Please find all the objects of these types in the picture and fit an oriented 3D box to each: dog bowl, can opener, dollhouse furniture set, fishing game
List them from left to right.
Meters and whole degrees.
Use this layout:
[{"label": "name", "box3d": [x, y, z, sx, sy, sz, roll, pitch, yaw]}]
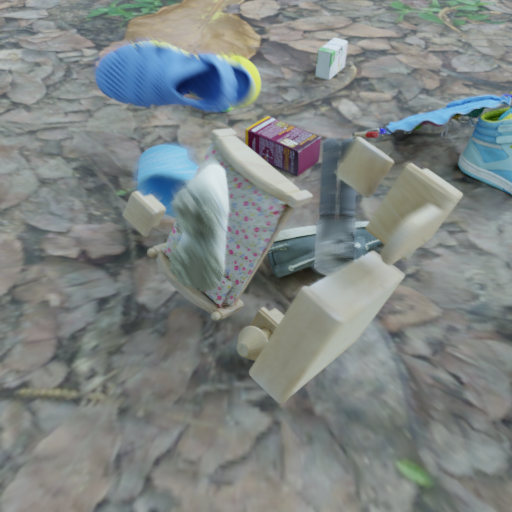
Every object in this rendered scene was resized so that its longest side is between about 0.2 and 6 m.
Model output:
[{"label": "dog bowl", "box3d": [-0.896, -0.988, 8.813, 2.075, 1.157, 0.514, 18, 53, -7]}, {"label": "dollhouse furniture set", "box3d": [-0.263, -0.438, 6.284, 3.651, 3.114, 1.783, 41, 32, 18]}, {"label": "can opener", "box3d": [1.132, -0.638, 7.889, 0.531, 0.666, 1.991, 3, 76, 8]}, {"label": "fishing game", "box3d": [3.624, -2.597, 10.717, 3.410, 0.530, 2.442, -15, 13, 0]}]

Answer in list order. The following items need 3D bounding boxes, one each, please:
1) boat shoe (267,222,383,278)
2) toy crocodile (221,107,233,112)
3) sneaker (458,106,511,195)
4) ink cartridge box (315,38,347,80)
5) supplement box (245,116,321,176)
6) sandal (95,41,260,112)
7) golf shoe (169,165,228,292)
[{"label": "boat shoe", "box3d": [1.255, -0.113, 8.583, 2.310, 0.841, 0.714, -6, 86, -16]}, {"label": "toy crocodile", "box3d": [-0.912, -3.585, 12.414, 0.466, 0.509, 1.508, -22, 47, -19]}, {"label": "sneaker", "box3d": [4.729, -1.810, 9.731, 2.226, 1.453, 0.885, 27, 48, 26]}, {"label": "ink cartridge box", "box3d": [1.841, -4.808, 13.649, 0.390, 0.673, 0.929, 22, 46, 22]}, {"label": "supplement box", "box3d": [0.502, -2.119, 10.740, 1.302, 0.558, 0.718, 29, 50, 29]}, {"label": "sandal", "box3d": [-1.413, -3.141, 9.925, 2.946, 1.171, 1.282, 1, 25, 2]}, {"label": "golf shoe", "box3d": [-0.564, -0.284, 6.513, 0.675, 1.724, 0.838, 19, 50, 2]}]
